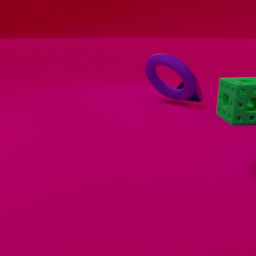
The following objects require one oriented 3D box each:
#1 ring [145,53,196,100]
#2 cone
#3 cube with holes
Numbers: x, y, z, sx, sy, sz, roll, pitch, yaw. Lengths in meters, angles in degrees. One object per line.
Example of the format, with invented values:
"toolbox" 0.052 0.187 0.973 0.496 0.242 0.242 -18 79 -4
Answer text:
"ring" 1.392 -1.683 9.388 1.905 1.905 0.381 18 60 41
"cone" 2.039 -1.368 10.482 1.126 1.122 1.122 -21 9 28
"cube with holes" 3.297 -0.785 7.942 1.102 1.102 1.102 -2 19 -4
